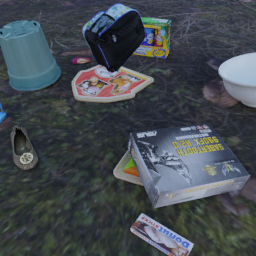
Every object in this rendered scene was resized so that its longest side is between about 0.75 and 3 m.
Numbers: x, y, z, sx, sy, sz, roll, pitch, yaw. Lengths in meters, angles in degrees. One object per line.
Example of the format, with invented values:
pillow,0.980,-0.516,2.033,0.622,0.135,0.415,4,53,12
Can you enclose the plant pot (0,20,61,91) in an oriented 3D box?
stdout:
plant pot,-3.900,-2.870,10.851,2.113,2.069,2.113,-4,43,4

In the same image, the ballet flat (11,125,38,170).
ballet flat,-3.017,0.482,7.985,0.632,0.435,1.875,-15,40,-19

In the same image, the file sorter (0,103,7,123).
file sorter,-4.999,-0.521,8.821,1.667,1.023,1.157,4,38,4

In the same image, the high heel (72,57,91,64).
high heel,-2.101,-3.063,12.711,0.858,0.289,0.412,-25,33,-33

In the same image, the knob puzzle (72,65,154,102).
knob puzzle,-0.908,-1.887,11.063,3.291,0.456,3.291,0,38,0

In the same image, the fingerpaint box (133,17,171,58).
fingerpaint box,0.960,-4.268,13.203,1.952,1.629,0.716,12,39,16

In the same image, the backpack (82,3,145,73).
backpack,-0.379,-2.520,7.538,1.524,1.395,1.120,-45,57,-11

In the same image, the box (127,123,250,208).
box,1.428,0.819,7.037,2.453,0.593,1.943,-6,43,-19

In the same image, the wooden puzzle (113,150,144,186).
wooden puzzle,0.589,0.971,7.471,1.551,0.289,1.435,17,40,20

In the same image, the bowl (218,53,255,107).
bowl,4.632,-1.572,9.777,2.818,1.266,2.818,-9,32,6

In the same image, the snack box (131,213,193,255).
snack box,0.690,2.286,5.864,1.262,0.153,0.454,24,43,28
